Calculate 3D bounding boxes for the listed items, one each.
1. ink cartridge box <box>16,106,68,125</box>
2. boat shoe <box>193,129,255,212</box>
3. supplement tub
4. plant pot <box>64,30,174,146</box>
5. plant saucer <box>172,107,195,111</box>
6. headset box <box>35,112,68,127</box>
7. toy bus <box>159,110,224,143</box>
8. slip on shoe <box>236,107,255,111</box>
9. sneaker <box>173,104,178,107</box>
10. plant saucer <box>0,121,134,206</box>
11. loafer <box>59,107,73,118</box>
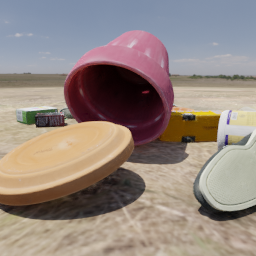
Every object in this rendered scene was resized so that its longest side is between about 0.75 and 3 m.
[{"bbox_3d":[-4.042,-0.652,13.291,2.150,0.638,1.116,-10,15,-44],"label":"ink cartridge box"},{"bbox_3d":[2.083,0.837,5.367,2.977,1.069,1.007,-21,-15,-45],"label":"boat shoe"},{"bbox_3d":[3.230,0.216,7.023,1.750,1.272,1.272,6,12,26],"label":"supplement tub"},{"bbox_3d":[0.019,-1.419,8.336,2.998,2.998,2.684,4,45,21],"label":"plant pot"},{"bbox_3d":[1.771,-0.633,13.503,2.839,0.531,2.839,0,12,0],"label":"plant saucer"},{"bbox_3d":[-3.298,-0.373,12.165,1.332,0.514,0.991,-4,11,-12],"label":"headset box"},{"bbox_3d":[2.490,-0.082,9.521,2.877,0.936,1.126,-1,11,-3],"label":"toy bus"},{"bbox_3d":[4.950,-0.209,10.663,2.798,0.848,1.064,5,-40,-45],"label":"slip on shoe"},{"bbox_3d":[2.250,-1.169,16.199,1.536,0.588,0.620,-12,18,-40],"label":"sneaker"},{"bbox_3d":[-1.298,0.479,5.474,2.831,0.457,2.831,-14,17,5],"label":"plant saucer"},{"bbox_3d":[-2.583,-0.776,14.055,1.732,0.606,0.605,-1,3,-7],"label":"loafer"}]
